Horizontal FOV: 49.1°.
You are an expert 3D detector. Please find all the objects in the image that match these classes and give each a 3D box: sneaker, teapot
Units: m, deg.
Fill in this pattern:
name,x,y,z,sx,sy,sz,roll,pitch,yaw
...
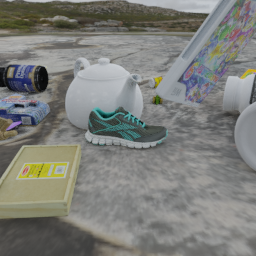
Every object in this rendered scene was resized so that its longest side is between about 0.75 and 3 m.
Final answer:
name,x,y,z,sx,sy,sz,roll,pitch,yaw
sneaker,-0.053,-0.070,7.171,2.158,0.984,0.837,2,23,3
teapot,-0.763,-1.182,8.621,2.611,1.907,2.577,3,23,8

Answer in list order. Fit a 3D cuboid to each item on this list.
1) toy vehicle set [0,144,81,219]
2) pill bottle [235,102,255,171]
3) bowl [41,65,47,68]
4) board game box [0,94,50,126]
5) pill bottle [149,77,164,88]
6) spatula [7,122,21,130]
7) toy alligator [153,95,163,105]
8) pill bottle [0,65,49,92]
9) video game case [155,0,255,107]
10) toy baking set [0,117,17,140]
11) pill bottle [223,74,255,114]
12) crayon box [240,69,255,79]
name,x,y,z,sx,sy,sz,roll,pitch,yaw
toy vehicle set,-1.736,0.949,5.638,1.364,0.291,2.195,-1,23,-2
pill bottle,3.880,-0.110,6.348,2.936,1.699,1.699,-19,30,-38
bowl,-4.588,-2.473,13.181,1.575,0.739,1.575,0,22,0
board game box,-3.542,-0.640,9.089,1.758,0.542,1.757,1,23,3
pill bottle,1.388,-2.057,12.567,0.823,0.450,0.450,-11,25,-24
spatula,-4.397,-0.103,8.159,2.781,0.286,0.786,6,22,15
toy alligator,1.143,-1.161,10.682,0.364,0.264,1.099,4,23,7
pill bottle,-4.504,-2.114,11.864,1.989,1.113,1.113,3,23,8
video game case,1.413,-1.274,4.135,0.198,2.193,1.570,45,21,24
toy baking set,-2.459,-0.100,4.349,1.402,1.076,0.163,-11,50,22
pill bottle,4.297,-0.944,8.721,2.398,1.389,1.389,11,25,24
crayon box,5.343,-1.631,11.056,1.670,0.819,2.812,12,26,27
